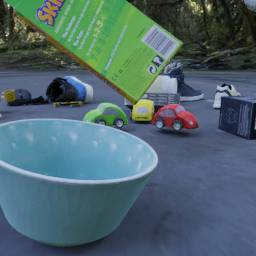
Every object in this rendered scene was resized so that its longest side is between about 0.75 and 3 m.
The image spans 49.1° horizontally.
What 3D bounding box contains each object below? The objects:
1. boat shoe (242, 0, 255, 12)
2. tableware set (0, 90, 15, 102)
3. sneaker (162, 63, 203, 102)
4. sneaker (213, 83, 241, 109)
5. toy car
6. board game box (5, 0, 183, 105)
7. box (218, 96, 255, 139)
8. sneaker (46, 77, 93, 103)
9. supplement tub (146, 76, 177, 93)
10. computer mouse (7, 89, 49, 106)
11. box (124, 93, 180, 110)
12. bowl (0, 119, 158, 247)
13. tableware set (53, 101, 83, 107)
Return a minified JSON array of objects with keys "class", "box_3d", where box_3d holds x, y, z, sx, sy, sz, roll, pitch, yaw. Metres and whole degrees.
[{"class":"boat shoe","box_3d":[2.138,-2.749,3.498,0.884,2.455,0.762,-13,55,-41]},{"class":"tableware set","box_3d":[-4.877,-0.724,8.796,2.623,0.403,1.767,-25,27,-36]},{"class":"sneaker","box_3d":[2.487,-2.045,12.489,2.349,1.697,0.893,-7,13,-31]},{"class":"sneaker","box_3d":[4.060,-1.319,11.113,0.858,0.932,2.329,7,14,31]},{"class":"toy car","box_3d":[0.103,-0.380,7.411,2.626,0.622,2.791,-3,10,-23]},{"class":"board game box","box_3d":[-0.561,-1.689,4.620,2.702,1.291,0.405,38,-12,0]},{"class":"box","box_3d":[2.889,-0.300,6.981,0.637,0.883,1.190,-4,15,-18]},{"class":"sneaker","box_3d":[-2.906,-1.714,12.208,1.612,1.112,2.897,1,17,-39]},{"class":"supplement tub","box_3d":[1.119,-1.541,11.408,1.635,1.186,1.186,4,14,16]},{"class":"computer mouse","box_3d":[-4.333,-1.418,12.258,1.666,0.546,2.372,-5,15,-16]},{"class":"box","box_3d":[0.856,-0.874,9.527,1.787,0.445,1.410,2,-2,10]},{"class":"bowl","box_3d":[-0.626,0.574,3.027,1.765,0.923,1.765,9,14,-2]},{"class":"tableware set","box_3d":[-2.383,-0.932,11.090,1.161,0.178,0.782,-4,5,-10]}]
